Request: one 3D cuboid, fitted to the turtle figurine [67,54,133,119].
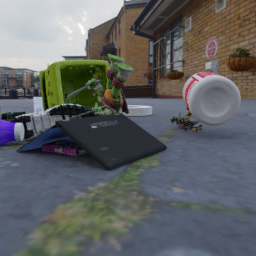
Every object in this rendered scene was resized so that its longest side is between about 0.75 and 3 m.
[{"bbox_3d":[-0.825,-1.056,8.029,2.074,2.011,1.493,24,25,0],"label":"turtle figurine"}]

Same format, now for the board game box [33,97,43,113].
[{"bbox_3d":[-3.883,-1.073,14.788,2.061,0.449,2.072,-2,29,-19],"label":"board game box"}]

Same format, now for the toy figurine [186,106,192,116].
[{"bbox_3d":[4.239,-1.187,15.925,1.700,1.183,1.674,-7,5,-35],"label":"toy figurine"}]

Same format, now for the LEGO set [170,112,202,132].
[{"bbox_3d":[2.202,-0.106,10.654,1.177,0.514,1.812,0,20,13],"label":"LEGO set"}]

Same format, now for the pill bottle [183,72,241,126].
[{"bbox_3d":[2.654,-1.102,9.423,1.499,1.499,2.671,1,16,5],"label":"pill bottle"}]

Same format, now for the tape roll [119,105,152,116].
[{"bbox_3d":[0.077,-1.068,17.044,2.752,0.503,2.752,1,7,0],"label":"tape roll"}]

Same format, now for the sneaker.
[{"bbox_3d":[-2.138,-0.203,8.501,2.673,0.888,1.209,-9,3,8],"label":"sneaker"}]

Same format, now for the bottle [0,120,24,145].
[{"bbox_3d":[-3.907,0.126,7.480,2.092,0.683,0.874,-1,4,-8],"label":"bottle"}]

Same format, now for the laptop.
[{"bbox_3d":[-0.847,0.501,6.857,2.537,1.470,2.375,37,26,26],"label":"laptop"}]

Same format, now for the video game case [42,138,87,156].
[{"bbox_3d":[-1.366,0.454,6.882,1.088,0.195,0.986,4,9,29],"label":"video game case"}]

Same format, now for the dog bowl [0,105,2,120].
[{"bbox_3d":[-7.016,-0.601,12.424,2.782,0.816,2.782,-1,8,0],"label":"dog bowl"}]

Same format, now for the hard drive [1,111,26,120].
[{"bbox_3d":[-6.325,-0.650,14.579,1.245,0.337,1.782,1,8,8],"label":"hard drive"}]

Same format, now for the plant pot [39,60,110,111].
[{"bbox_3d":[-2.461,-1.562,12.657,2.655,2.668,2.421,-11,10,-39],"label":"plant pot"}]
